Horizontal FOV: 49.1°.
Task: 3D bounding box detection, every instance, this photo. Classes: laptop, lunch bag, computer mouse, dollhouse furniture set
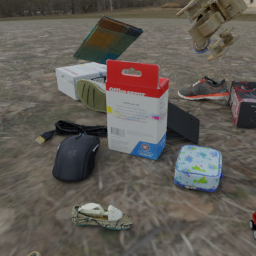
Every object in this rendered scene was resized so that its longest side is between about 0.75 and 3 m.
[{"bbox_3d":[1.269,-0.052,9.702,2.037,1.180,1.907,-21,18,24],"label":"laptop"},{"bbox_3d":[1.796,0.993,7.063,1.117,0.573,1.390,7,27,16],"label":"lunch bag"},{"bbox_3d":[-1.788,0.399,8.131,2.102,0.689,2.994,5,27,8],"label":"computer mouse"},{"bbox_3d":[2.632,-3.412,9.107,2.059,1.804,1.368,-45,14,-20],"label":"dollhouse furniture set"}]

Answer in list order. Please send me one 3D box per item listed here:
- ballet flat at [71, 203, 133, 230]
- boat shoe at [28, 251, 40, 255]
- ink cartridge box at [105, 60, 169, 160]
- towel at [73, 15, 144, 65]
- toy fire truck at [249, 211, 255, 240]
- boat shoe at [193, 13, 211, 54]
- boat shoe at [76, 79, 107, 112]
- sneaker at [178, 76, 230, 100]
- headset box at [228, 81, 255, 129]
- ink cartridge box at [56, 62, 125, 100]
[{"bbox_3d":[-0.533,1.753,5.646,1.270,0.478,0.431,4,24,7],"label":"ballet flat"},{"bbox_3d":[-1.802,2.527,4.066,0.573,0.490,1.564,7,27,18],"label":"boat shoe"},{"bbox_3d":[0.265,-0.593,7.860,1.563,2.690,0.905,12,29,22],"label":"ink cartridge box"},{"bbox_3d":[-0.769,-3.080,10.183,1.700,0.251,2.318,5,-24,-35],"label":"towel"},{"bbox_3d":[2.568,1.766,5.260,0.515,0.800,0.704,2,27,3],"label":"toy fire truck"},{"bbox_3d":[2.975,-3.928,11.595,0.747,0.748,2.068,-11,51,23],"label":"boat shoe"},{"bbox_3d":[-0.790,-1.199,11.043,2.972,1.111,1.016,28,32,31],"label":"boat shoe"},{"bbox_3d":[3.184,-1.762,11.938,2.307,0.945,0.889,5,25,39],"label":"sneaker"},{"bbox_3d":[4.890,-0.825,10.204,1.999,1.009,2.689,6,27,11],"label":"headset box"},{"bbox_3d":[-1.748,-2.278,13.030,2.621,1.085,1.910,-18,32,-32],"label":"ink cartridge box"}]
